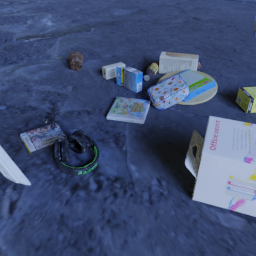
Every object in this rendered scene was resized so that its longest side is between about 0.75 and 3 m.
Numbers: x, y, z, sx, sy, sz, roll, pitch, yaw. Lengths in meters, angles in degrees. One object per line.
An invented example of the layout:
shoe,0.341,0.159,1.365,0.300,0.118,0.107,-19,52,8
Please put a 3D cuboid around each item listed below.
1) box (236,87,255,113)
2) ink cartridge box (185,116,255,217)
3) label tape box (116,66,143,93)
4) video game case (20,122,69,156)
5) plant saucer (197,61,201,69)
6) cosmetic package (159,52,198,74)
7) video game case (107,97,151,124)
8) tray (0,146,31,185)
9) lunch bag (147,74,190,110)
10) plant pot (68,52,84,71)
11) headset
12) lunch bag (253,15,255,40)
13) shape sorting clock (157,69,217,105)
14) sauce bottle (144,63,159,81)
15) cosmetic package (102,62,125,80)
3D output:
box,5.843,-1.191,11.160,2.699,0.676,1.016,-5,35,-6
ink cartridge box,2.862,0.960,7.196,2.669,1.671,1.716,12,37,16
label tape box,0.056,-2.201,12.389,0.400,0.911,1.263,-29,44,-35
video game case,-2.794,0.329,9.422,1.346,0.172,1.217,-21,40,-27
plant saucer,3.263,-3.403,14.727,1.191,0.218,1.191,-1,35,1
cosmetic package,2.464,-3.129,13.704,1.816,0.955,0.645,10,36,11
video game case,0.059,-0.728,10.931,1.420,0.172,1.560,8,36,10
tray,-2.578,0.520,5.460,0.872,1.625,0.180,8,44,42
lunch bag,1.632,-1.463,11.201,1.582,0.598,1.268,-26,40,2
plant pot,-2.636,-3.353,14.238,0.780,0.780,0.772,-5,43,-8
headset,-1.767,0.454,8.507,1.339,1.019,2.168,-26,53,-33
lunch bag,4.164,-3.052,8.702,0.489,0.789,0.671,-12,-7,18
shape sorting clock,2.533,-1.787,12.140,2.576,0.505,2.576,-6,38,4
sauce bottle,1.117,-2.695,13.502,0.480,0.480,1.454,11,38,15
cosmetic package,-0.674,-2.765,13.516,1.073,0.556,0.392,-20,39,-28
